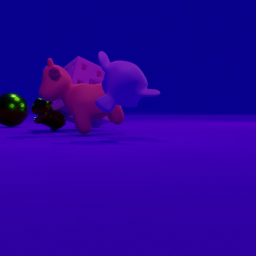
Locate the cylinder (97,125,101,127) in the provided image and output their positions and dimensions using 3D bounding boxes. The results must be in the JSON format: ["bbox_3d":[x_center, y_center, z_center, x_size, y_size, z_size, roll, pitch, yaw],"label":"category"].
[{"bbox_3d":[-1.163,-0.409,9.278,0.741,0.741,0.741,-1,3,-18],"label":"cylinder"}]

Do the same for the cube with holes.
[{"bbox_3d":[-1.193,-0.885,7.645,1.327,1.327,1.327,20,-18,-31],"label":"cube with holes"}]

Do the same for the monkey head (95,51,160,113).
[{"bbox_3d":[-0.123,-0.641,4.335,1.151,0.693,0.828,37,41,7],"label":"monkey head"}]

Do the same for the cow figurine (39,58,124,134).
[{"bbox_3d":[-0.933,-0.694,5.651,1.603,1.577,0.880,-16,11,-12],"label":"cow figurine"}]

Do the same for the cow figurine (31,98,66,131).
[{"bbox_3d":[-1.894,-0.324,6.826,1.043,0.572,1.026,31,-27,-36],"label":"cow figurine"}]

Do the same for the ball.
[{"bbox_3d":[-3.878,-0.610,9.291,1.136,1.136,1.136,0,3,0],"label":"ball"}]
